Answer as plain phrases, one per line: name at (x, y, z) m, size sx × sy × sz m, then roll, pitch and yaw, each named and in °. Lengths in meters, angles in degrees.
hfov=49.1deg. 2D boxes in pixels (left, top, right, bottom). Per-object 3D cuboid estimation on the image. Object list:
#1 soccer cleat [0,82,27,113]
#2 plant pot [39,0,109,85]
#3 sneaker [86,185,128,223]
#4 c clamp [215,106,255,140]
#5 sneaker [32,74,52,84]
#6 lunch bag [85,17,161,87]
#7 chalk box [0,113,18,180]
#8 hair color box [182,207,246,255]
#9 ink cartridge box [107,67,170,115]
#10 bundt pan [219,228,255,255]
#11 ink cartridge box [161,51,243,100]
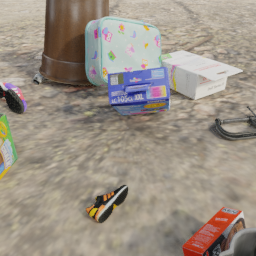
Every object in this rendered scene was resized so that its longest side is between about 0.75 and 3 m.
soccer cleat at (-3.512, -0.999, 8.729) m, size 0.680 × 0.633 × 1.857 m, roll -12°, pitch 32°, yaw -43°
plant pot at (-1.819, -3.408, 10.270) m, size 2.854 × 2.825 × 2.854 m, roll 6°, pitch 28°, yaw -3°
sneaker at (-0.374, 1.302, 5.156) m, size 0.422 × 0.328 × 0.939 m, roll 22°, pitch 40°, yaw 27°
c clamp at (3.030, -0.093, 7.622) m, size 1.600 × 0.217 × 1.367 m, roll -9°, pitch 37°, yaw -17°
sneaker at (-3.077, -1.769, 10.265) m, size 0.908 × 0.341 × 0.524 m, roll -3°, pitch 35°, yaw 15°
lunch bag at (-0.075, -2.401, 8.983) m, size 2.695 × 2.161 × 1.039 m, roll -8°, pitch 7°, yaw -42°
chalk box at (-3.178, 0.434, 5.756) m, size 1.224 × 1.215 × 1.960 m, roll 4°, pitch 31°, yaw 9°
hair color box at (1.309, 1.702, 4.094) m, size 1.154 × 0.585 × 0.353 m, roll -24°, pitch 14°, yaw -40°
ink cartridge box at (0.326, -0.907, 7.124) m, size 1.456 × 0.815 × 2.134 m, roll -5°, pitch -8°, yaw 8°
bundt pan at (1.941, 2.202, 3.029) m, size 2.233 × 0.838 × 2.233 m, roll 3°, pitch 39°, yaw -3°
ink cartridge box at (2.290, -1.821, 9.698) m, size 1.615 × 0.928 × 2.758 m, roll -20°, pitch 36°, yaw -30°
